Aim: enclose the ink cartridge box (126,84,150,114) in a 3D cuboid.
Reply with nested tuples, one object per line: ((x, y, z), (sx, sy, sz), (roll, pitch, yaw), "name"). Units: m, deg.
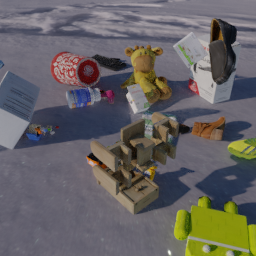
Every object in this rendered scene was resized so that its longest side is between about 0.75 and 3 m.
((0.407, -1.349, 12.780), (0.716, 0.411, 1.222), (-19, 78, -25), "ink cartridge box")

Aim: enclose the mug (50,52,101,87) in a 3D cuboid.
((-2.359, -2.966, 14.143), (2.269, 1.705, 2.556), (-15, 22, -34), "mug")

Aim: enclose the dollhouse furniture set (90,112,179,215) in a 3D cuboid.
((-0.022, 0.880, 8.130), (2.280, 2.601, 1.728), (-26, 42, -33), "dollhouse furniture set")

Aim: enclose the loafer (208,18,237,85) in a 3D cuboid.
((3.438, -2.940, 10.689), (1.016, 1.023, 2.810), (24, 61, -25), "loafer")

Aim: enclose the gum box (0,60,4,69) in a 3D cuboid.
((-4.716, -1.961, 9.032), (0.241, 0.919, 1.082), (52, 12, 15), "gum box")

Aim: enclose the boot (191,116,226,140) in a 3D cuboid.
((3.297, -0.098, 11.414), (1.202, 0.573, 1.554), (10, 33, 21), "boot")

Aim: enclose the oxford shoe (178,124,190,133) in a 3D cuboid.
((1.943, -0.008, 11.322), (1.132, 0.404, 0.404), (5, 21, -32), "oxford shoe")

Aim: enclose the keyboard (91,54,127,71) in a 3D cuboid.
((-1.258, -4.239, 17.723), (2.507, 0.322, 1.505), (26, 42, 31), "keyboard")

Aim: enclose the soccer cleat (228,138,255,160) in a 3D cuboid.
((4.860, 0.546, 9.983), (2.549, 1.066, 0.824), (0, 34, 0), "soccer cleat")

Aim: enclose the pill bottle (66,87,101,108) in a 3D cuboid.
((-2.073, -1.451, 13.142), (1.492, 0.836, 0.836), (-12, 36, -18), "pill bottle")

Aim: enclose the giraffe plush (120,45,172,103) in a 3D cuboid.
((0.863, -2.842, 13.876), (2.439, 2.293, 2.827), (-14, 37, -20), "giraffe plush")

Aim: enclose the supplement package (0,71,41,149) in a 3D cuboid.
((-4.650, -0.765, 11.036), (1.508, 1.566, 2.753), (29, 26, -25), "supplement package")

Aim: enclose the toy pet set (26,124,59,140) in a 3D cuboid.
((-3.382, 0.228, 10.861), (1.045, 0.594, 1.119), (8, 8, 11), "toy pet set")

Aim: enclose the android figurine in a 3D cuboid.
((2.296, 2.797, 7.209), (2.203, 0.497, 2.420), (10, 34, 14), "android figurine")

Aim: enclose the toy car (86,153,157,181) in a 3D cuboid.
((-0.275, 1.375, 9.051), (2.193, 0.730, 1.076), (16, 16, 25), "toy car")

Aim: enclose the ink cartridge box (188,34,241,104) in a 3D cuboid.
((4.077, -2.892, 13.530), (1.156, 2.760, 1.992), (-16, 37, -22), "ink cartridge box")

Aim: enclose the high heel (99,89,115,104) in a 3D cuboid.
((-1.146, -1.772, 13.708), (0.507, 0.722, 1.505), (-18, 38, -24), "high heel")

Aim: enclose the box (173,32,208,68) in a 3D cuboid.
((2.488, -3.113, 11.189), (0.939, 1.065, 0.515), (-36, 14, 17), "box")

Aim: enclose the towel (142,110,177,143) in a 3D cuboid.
((1.175, -0.047, 11.543), (1.504, 0.309, 2.016), (8, 35, 13), "towel")
